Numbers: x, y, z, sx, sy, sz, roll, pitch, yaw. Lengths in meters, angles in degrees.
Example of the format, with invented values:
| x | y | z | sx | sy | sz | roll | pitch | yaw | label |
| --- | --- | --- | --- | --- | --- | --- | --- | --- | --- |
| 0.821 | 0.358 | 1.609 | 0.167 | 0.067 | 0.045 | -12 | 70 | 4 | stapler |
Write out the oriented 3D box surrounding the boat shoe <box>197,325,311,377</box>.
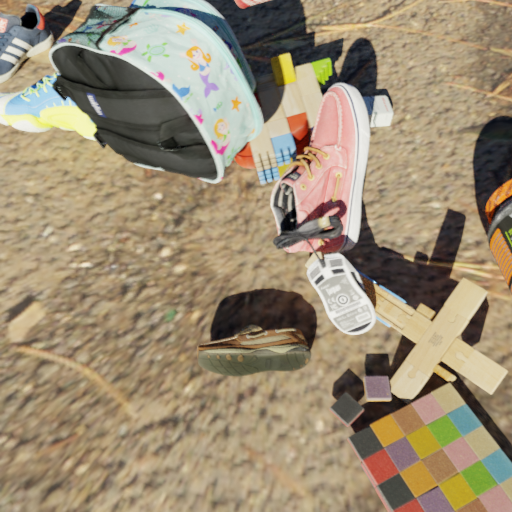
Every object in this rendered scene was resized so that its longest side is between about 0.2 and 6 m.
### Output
| x | y | z | sx | sy | sz | roll | pitch | yaw | label |
| --- | --- | --- | --- | --- | --- | --- | --- | --- | --- |
| -0.046 | 1.498 | 9.080 | 1.823 | 0.690 | 0.673 | 1 | 47 | -10 | boat shoe |

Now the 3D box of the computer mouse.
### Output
| x | y | z | sx | sy | sz | roll | pitch | yaw | label |
| --- | --- | --- | --- | --- | --- | --- | --- | --- | --- |
| 1.225 | 0.342 | 9.022 | 1.136 | 2.072 | 0.455 | -25 | 14 | 21 | computer mouse |

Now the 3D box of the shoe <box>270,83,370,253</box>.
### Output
| x | y | z | sx | sy | sz | roll | pitch | yaw | label |
| --- | --- | --- | --- | --- | --- | --- | --- | --- | --- |
| 1.040 | -1.456 | 9.387 | 1.315 | 2.890 | 1.033 | -3 | 9 | -30 | shoe |

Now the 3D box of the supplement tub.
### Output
| x | y | z | sx | sy | sz | roll | pitch | yaw | label |
| --- | --- | --- | --- | --- | --- | --- | --- | --- | --- |
| 5.086 | 0.119 | 9.328 | 1.845 | 1.845 | 3.011 | -5 | 54 | -4 | supplement tub |

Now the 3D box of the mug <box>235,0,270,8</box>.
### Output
| x | y | z | sx | sy | sz | roll | pitch | yaw | label |
| --- | --- | --- | --- | --- | --- | --- | --- | --- | --- |
| 0.149 | -4.985 | 10.109 | 0.979 | 0.653 | 0.869 | 3 | 66 | 30 | mug |

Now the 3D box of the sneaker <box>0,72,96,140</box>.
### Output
| x | y | z | sx | sy | sz | roll | pitch | yaw | label |
| --- | --- | --- | --- | --- | --- | --- | --- | --- | --- |
| -4.200 | -3.561 | 12.109 | 3.311 | 1.739 | 1.254 | 9 | 30 | -1 | sneaker |

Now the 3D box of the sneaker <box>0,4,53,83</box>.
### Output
| x | y | z | sx | sy | sz | roll | pitch | yaw | label |
| --- | --- | --- | --- | --- | --- | --- | --- | --- | --- |
| -6.286 | -5.305 | 13.922 | 1.031 | 1.162 | 2.749 | 21 | 56 | 16 | sneaker |

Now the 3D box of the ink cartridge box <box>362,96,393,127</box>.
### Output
| x | y | z | sx | sy | sz | roll | pitch | yaw | label |
| --- | --- | --- | --- | --- | --- | --- | --- | --- | --- |
| 2.593 | -3.310 | 12.878 | 0.930 | 0.386 | 0.681 | -4 | 53 | -3 | ink cartridge box |

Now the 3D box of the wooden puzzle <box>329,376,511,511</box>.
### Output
| x | y | z | sx | sy | sz | roll | pitch | yaw | label |
| --- | --- | --- | --- | --- | --- | --- | --- | --- | --- |
| 2.612 | 3.047 | 8.099 | 1.920 | 0.227 | 3.238 | -22 | 57 | -16 | wooden puzzle |

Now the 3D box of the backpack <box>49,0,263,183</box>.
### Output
| x | y | z | sx | sy | sz | roll | pitch | yaw | label |
| --- | --- | --- | --- | --- | --- | --- | --- | --- | --- |
| -1.523 | -2.929 | 9.972 | 3.477 | 3.086 | 2.617 | 28 | 69 | 42 | backpack |

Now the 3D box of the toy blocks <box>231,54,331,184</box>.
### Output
| x | y | z | sx | sy | sz | roll | pitch | yaw | label |
| --- | --- | --- | --- | --- | --- | --- | --- | --- | --- |
| 0.235 | -2.622 | 11.755 | 3.336 | 1.667 | 2.280 | -14 | 62 | 3 | toy blocks |

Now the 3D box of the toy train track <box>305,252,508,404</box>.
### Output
| x | y | z | sx | sy | sz | roll | pitch | yaw | label |
| --- | --- | --- | --- | --- | --- | --- | --- | --- | --- |
| 2.390 | 1.005 | 9.391 | 3.713 | 0.604 | 2.130 | 36 | 91 | 32 | toy train track |
